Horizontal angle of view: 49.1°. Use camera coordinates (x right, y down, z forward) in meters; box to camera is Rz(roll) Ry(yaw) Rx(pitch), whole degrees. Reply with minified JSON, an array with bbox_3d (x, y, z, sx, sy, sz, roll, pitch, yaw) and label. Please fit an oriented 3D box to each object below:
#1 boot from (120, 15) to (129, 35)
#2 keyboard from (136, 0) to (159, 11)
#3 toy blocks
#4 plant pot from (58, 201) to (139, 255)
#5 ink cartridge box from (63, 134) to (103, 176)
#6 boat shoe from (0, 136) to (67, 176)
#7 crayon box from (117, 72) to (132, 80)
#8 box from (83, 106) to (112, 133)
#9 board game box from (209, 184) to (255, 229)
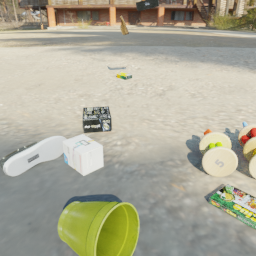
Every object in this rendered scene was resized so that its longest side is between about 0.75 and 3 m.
[{"bbox_3d":[-0.267,-5.261,14.392,0.368,0.976,0.359,-15,31,9],"label":"boot"},{"bbox_3d":[0.846,-5.640,12.506,1.018,0.647,0.105,-10,8,6],"label":"keyboard"},{"bbox_3d":[3.328,0.453,8.705,2.215,0.965,2.658,5,25,9],"label":"toy blocks"},{"bbox_3d":[-0.640,1.936,5.373,1.233,1.281,1.281,5,23,37],"label":"plant pot"},{"bbox_3d":[-1.322,0.773,8.267,0.742,0.745,1.016,-21,33,-38],"label":"ink cartridge box"},{"bbox_3d":[-2.804,0.725,8.436,0.599,0.726,2.114,21,34,38],"label":"boat shoe"},{"bbox_3d":[-0.270,-3.276,17.626,0.605,0.242,0.953,-22,33,-39],"label":"crayon box"},{"bbox_3d":[-1.206,-0.348,10.905,1.068,0.562,1.305,-4,25,-8],"label":"box"},{"bbox_3d":[2.852,1.903,6.503,0.891,0.199,1.700,-23,33,-37],"label":"board game box"}]
